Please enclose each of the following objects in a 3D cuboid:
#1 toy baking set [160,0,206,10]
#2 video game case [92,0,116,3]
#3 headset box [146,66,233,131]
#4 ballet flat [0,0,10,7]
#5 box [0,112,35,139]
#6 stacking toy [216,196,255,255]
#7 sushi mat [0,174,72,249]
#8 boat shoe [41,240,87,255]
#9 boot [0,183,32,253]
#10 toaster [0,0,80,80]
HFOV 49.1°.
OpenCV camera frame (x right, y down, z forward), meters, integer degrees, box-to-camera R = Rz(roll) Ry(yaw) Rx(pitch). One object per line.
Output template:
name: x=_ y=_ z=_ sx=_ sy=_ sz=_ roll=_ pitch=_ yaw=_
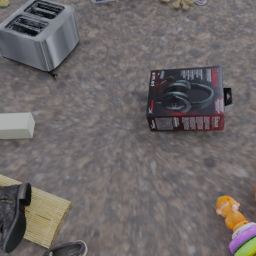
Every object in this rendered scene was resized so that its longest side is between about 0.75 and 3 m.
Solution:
toy baking set: x=2.258 y=-5.258 z=11.245 sx=2.030 sy=0.236 sz=1.558 roll=-27 pitch=62 yaw=-18
video game case: x=-0.029 y=-5.900 z=10.537 sx=2.894 sy=2.072 sz=0.261 roll=-12 pitch=55 yaw=-8
headset box: x=1.616 y=-0.759 z=7.353 sx=2.099 sy=0.811 sz=1.562 roll=-1 pitch=59 yaw=16
ballet flat: x=-5.434 y=-5.215 z=10.988 sx=1.684 sy=0.595 sz=0.595 roll=24 pitch=58 yaw=16
box: x=-3.223 y=-0.044 z=7.350 sx=1.394 sy=0.477 sz=0.573 roll=-1 pitch=55 yaw=-1
stacking toy: x=2.481 y=2.351 z=5.301 sx=1.473 sy=1.393 sz=2.539 roll=-16 pitch=45 yaw=-16
sushi mat: x=-2.477 y=1.762 z=6.272 sx=2.248 sy=0.136 sz=1.076 roll=17 pitch=57 yaw=12
boat shoe: x=-1.472 y=2.601 z=5.482 sx=1.384 sy=0.448 sz=0.498 roll=-21 pitch=57 yaw=-15
boot: x=-2.882 y=1.804 z=5.887 sx=1.437 sy=0.571 sz=1.650 roll=-2 pitch=44 yaw=0
toaster: x=-2.744 y=-2.918 z=8.882 sx=2.221 sy=1.318 sz=2.008 roll=21 pitch=58 yaw=14
